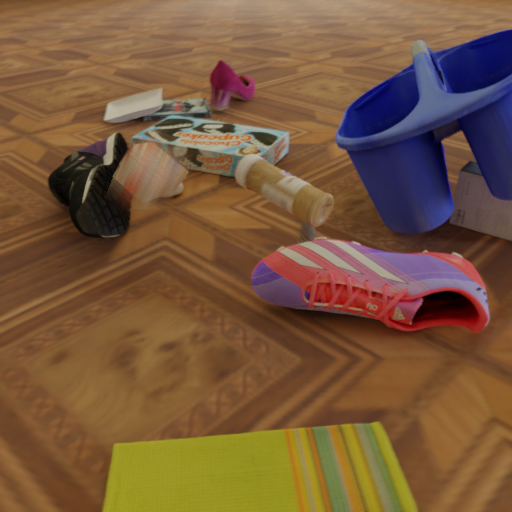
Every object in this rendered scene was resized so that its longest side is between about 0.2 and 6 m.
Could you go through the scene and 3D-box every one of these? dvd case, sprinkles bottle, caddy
[{"bbox_3d":[-2.217,-4.083,15.617,1.802,0.198,1.316,-4,32,-9],"label":"dvd case"},{"bbox_3d":[0.386,-0.953,8.041,1.498,0.511,0.511,33,44,31],"label":"sprinkles bottle"},{"bbox_3d":[3.215,-2.500,9.715,3.398,2.523,4.807,-19,21,23],"label":"caddy"}]

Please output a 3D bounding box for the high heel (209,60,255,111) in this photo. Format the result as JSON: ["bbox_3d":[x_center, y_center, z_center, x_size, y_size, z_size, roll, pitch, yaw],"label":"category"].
[{"bbox_3d":[-0.605,-5.179,16.130,0.939,1.338,2.789,24,34,15],"label":"high heel"}]

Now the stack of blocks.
[{"bbox_3d":[-1.698,-1.337,8.790,0.806,0.410,1.400,39,18,-1],"label":"stack of blocks"}]

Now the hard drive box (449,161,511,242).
[{"bbox_3d":[4.186,-0.922,9.690,1.384,1.078,0.531,22,38,30],"label":"hard drive box"}]

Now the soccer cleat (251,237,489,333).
[{"bbox_3d":[1.517,0.463,7.564,3.168,1.057,1.211,3,34,-2],"label":"soccer cleat"}]

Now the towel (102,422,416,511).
[{"bbox_3d":[-0.009,2.220,5.472,2.868,0.259,1.234,-4,27,-4],"label":"towel"}]

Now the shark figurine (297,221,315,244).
[{"bbox_3d":[1.011,0.020,8.659,1.169,0.698,0.488,40,20,-12],"label":"shark figurine"}]

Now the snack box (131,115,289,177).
[{"bbox_3d":[-1.019,-2.505,12.709,3.108,0.577,1.806,13,34,19],"label":"snack box"}]

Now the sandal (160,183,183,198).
[{"bbox_3d":[-2.068,-1.805,11.653,0.829,0.501,2.038,-19,37,-28],"label":"sandal"}]

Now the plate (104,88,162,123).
[{"bbox_3d":[-3.294,-4.044,15.257,1.578,0.256,1.582,-15,33,0],"label":"plate"}]

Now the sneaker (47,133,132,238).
[{"bbox_3d":[-3.130,-1.127,10.254,1.437,1.243,3.281,-16,29,4],"label":"sneaker"}]
